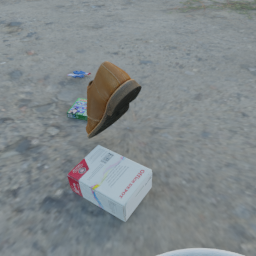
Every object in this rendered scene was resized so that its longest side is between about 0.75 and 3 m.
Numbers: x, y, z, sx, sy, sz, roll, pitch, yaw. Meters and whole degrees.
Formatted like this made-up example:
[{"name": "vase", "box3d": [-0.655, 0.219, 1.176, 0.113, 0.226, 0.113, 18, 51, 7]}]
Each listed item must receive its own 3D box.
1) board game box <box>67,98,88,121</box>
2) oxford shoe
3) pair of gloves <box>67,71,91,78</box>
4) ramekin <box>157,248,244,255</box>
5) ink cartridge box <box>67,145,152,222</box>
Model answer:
[{"name": "board game box", "box3d": [-1.142, -0.557, 8.872, 1.312, 0.191, 0.883, 10, 39, 13]}, {"name": "oxford shoe", "box3d": [-0.588, -0.590, 6.677, 1.013, 2.840, 1.012, -38, 83, -31]}, {"name": "pair of gloves", "box3d": [-1.871, -2.046, 10.621, 0.709, 0.100, 0.882, 10, 25, 20]}, {"name": "ramekin", "box3d": [0.841, 2.910, 2.854, 2.856, 1.499, 2.856, -16, 27, 8]}, {"name": "ink cartridge box", "box3d": [-0.380, 1.184, 6.238, 1.532, 0.634, 1.116, 23, 47, 27]}]
